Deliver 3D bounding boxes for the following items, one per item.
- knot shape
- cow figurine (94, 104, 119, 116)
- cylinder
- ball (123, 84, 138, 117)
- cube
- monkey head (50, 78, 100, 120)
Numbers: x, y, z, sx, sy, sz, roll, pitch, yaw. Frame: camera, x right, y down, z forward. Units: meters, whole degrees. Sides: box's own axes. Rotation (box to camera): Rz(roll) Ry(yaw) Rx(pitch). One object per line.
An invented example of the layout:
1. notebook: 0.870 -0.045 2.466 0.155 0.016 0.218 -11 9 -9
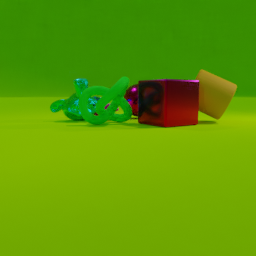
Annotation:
1. knot shape: -0.505 -0.864 8.578 1.787 1.672 0.826 15 31 -43
2. cow figurine: -0.878 -0.611 10.194 1.040 0.580 1.057 6 -9 14
3. cylinder: 2.735 -1.116 9.390 1.287 1.287 1.287 27 12 9
4. ball: 0.435 -1.069 10.806 1.279 1.279 1.279 0 7 0
5. cube: 1.223 -0.787 8.611 1.351 1.351 1.351 -5 9 -34
6. monkey head: -1.676 -0.978 9.765 1.992 1.433 1.200 -9 9 -24
